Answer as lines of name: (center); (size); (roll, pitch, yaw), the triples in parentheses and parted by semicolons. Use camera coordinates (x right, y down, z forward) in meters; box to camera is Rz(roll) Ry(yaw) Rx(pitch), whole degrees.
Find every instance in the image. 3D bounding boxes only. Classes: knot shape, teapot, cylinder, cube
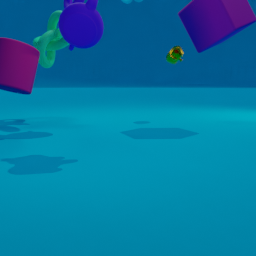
knot shape: (-2.682, -3.115, 9.865); (0.898, 1.944, 1.819); (31, 3, -30)
teapot: (1.695, -2.532, 9.830); (0.535, 0.680, 1.093); (41, 32, 4)
cylinder: (-2.866, -1.502, 6.965); (1.110, 1.110, 1.110); (11, -3, 1)
cube: (2.452, -3.066, 7.729); (1.283, 1.283, 1.283); (-30, 3, -36)
teapot: (-1.178, -2.803, 7.398); (1.172, 1.885, 0.923); (25, 38, -17)

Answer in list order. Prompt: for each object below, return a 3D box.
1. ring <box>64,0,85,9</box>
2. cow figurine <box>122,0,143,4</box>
ring: (-1.556, -4.086, 8.391); (0.271, 1.353, 1.353); (12, 0, -36)
cow figurine: (0.093, -2.911, 4.710); (0.790, 1.417, 1.440); (-13, 19, 29)
